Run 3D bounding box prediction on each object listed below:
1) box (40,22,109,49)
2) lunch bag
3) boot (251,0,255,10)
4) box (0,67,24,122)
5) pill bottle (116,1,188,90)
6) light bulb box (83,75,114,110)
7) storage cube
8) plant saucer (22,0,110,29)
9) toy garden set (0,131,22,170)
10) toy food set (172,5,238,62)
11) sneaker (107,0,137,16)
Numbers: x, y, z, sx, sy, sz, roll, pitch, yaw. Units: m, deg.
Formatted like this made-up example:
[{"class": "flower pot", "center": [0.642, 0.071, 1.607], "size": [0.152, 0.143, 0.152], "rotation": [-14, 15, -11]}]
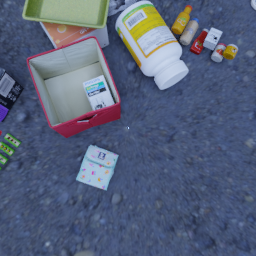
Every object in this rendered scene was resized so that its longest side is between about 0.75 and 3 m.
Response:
[{"class": "box", "center": [-2.184, -3.953, 9.809], "size": [1.808, 1.416, 2.906], "rotation": [-31, 81, -6]}, {"class": "lunch bag", "center": [-0.968, 1.272, 9.134], "size": [1.068, 0.765, 1.254], "rotation": [19, 76, 3]}, {"class": "boot", "center": [5.691, -4.599, 10.168], "size": [2.137, 0.965, 0.777], "rotation": [16, 79, 3]}, {"class": "box", "center": [-5.261, -1.596, 9.183], "size": [2.836, 1.734, 1.504], "rotation": [27, 79, 4]}, {"class": "pill bottle", "center": [0.862, -2.745, 9.528], "size": [1.515, 1.515, 2.728], "rotation": [-30, 81, -6]}, {"class": "light bulb box", "center": [-0.939, -1.004, 9.093], "size": [0.695, 1.104, 1.114], "rotation": [-22, 93, -7]}, {"class": "storage cube", "center": [-1.535, -1.160, 8.824], "size": [2.110, 2.219, 2.469], "rotation": [-21, 81, -5]}, {"class": "plant saucer", "center": [-1.763, -4.261, 8.830], "size": [2.532, 0.606, 2.529], "rotation": [8, 79, 1]}, {"class": "toy garden set", "center": [-4.471, 0.699, 9.497], "size": [1.070, 0.256, 1.283], "rotation": [34, 81, 6]}, {"class": "toy food set", "center": [2.768, -3.242, 9.814], "size": [2.342, 1.118, 1.054], "rotation": [27, 80, 10]}, {"class": "sneaker", "center": [-0.564, -4.840, 10.408], "size": [1.704, 0.643, 0.970], "rotation": [-26, 79, -11]}]
